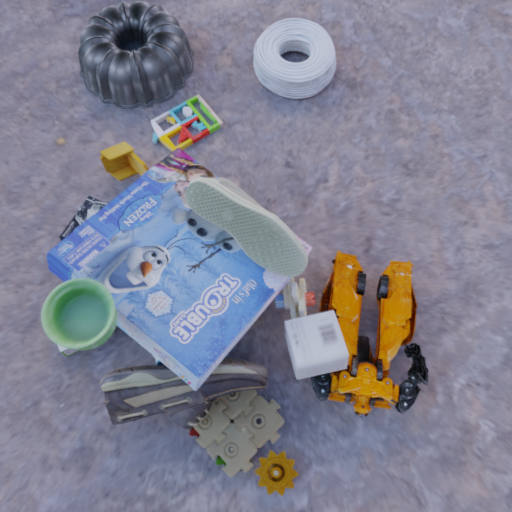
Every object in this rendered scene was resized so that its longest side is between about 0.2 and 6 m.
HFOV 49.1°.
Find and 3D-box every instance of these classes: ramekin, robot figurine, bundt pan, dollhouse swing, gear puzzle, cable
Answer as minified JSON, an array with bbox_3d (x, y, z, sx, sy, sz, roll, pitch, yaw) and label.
[{"bbox_3d":[-2.421,0.845,7.815,0.984,0.481,0.984,0,70,-1],"label":"ramekin"},{"bbox_3d":[2.089,1.490,10.544,2.243,0.900,3.093,9,66,4],"label":"robot figurine"},{"bbox_3d":[-2.922,-4.940,13.335,2.831,1.062,2.831,0,67,0],"label":"bundt pan"},{"bbox_3d":[-2.781,-1.845,12.044,0.810,0.891,0.783,-26,71,-11],"label":"dollhouse swing"},{"bbox_3d":[-0.339,3.026,10.147,2.943,0.385,1.524,42,80,18],"label":"gear puzzle"},{"bbox_3d":[0.943,-4.747,13.433,2.005,0.694,2.006,-40,72,-16],"label":"cable"}]

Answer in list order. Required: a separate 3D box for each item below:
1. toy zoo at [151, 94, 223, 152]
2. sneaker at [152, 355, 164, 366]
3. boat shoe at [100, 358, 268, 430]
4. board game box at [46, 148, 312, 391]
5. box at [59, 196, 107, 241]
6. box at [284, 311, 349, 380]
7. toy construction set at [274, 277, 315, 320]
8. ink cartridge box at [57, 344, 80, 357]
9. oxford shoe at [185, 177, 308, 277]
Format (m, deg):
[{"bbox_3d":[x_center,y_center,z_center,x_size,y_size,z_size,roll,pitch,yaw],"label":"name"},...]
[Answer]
[{"bbox_3d":[-1.702,-3.000,12.951,1.580,0.162,1.037,-34,71,-14],"label":"toy zoo"},{"bbox_3d":[-1.099,1.287,10.706,2.077,0.795,0.839,-25,67,-13],"label":"sneaker"},{"bbox_3d":[-1.224,2.413,9.808,2.948,1.098,1.081,-6,86,7],"label":"boat shoe"},{"bbox_3d":[-1.199,0.047,9.528,3.160,0.689,3.175,37,59,8],"label":"board game box"},{"bbox_3d":[-3.207,-0.462,11.541,1.098,0.692,1.117,23,68,12],"label":"box"},{"bbox_3d":[1.029,1.544,9.708,0.916,0.599,0.911,-13,56,-4],"label":"box"},{"bbox_3d":[-0.243,0.406,10.582,2.790,1.285,1.829,7,23,5],"label":"toy construction set"},{"bbox_3d":[-3.252,1.328,10.891,1.332,0.395,0.692,-26,69,-11],"label":"ink cartridge box"},{"bbox_3d":[-0.093,-0.552,9.307,2.371,0.891,0.685,36,27,4],"label":"oxford shoe"}]
